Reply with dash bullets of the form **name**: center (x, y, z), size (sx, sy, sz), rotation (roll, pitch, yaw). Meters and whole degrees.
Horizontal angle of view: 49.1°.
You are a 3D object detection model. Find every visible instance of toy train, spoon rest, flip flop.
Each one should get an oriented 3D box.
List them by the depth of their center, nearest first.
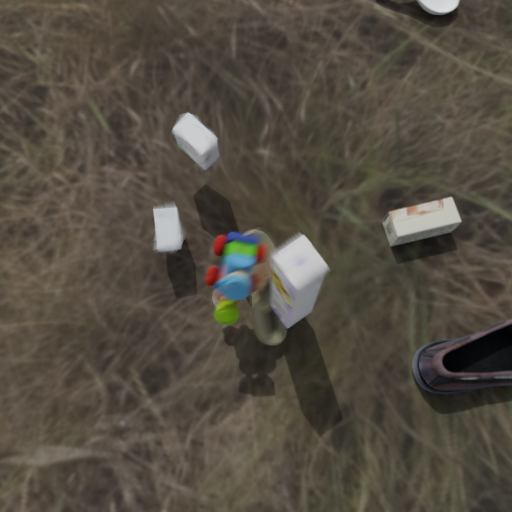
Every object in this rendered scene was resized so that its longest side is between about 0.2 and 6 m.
- **toy train**: center (-0.421, 0.646, 8.600), size (0.781, 1.846, 1.068), rotation (13, 40, -6)
- **flip flop**: center (0.203, 0.518, 9.518), size (0.811, 0.576, 1.999), rotation (-5, 82, -32)
- **spoon rest**: center (3.380, -5.497, 11.702), size (1.725, 0.523, 0.857), rotation (11, 73, 4)

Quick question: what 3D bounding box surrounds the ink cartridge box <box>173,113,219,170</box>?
- **ink cartridge box**: center (-0.999, -1.910, 9.442), size (0.666, 0.920, 0.386), rotation (42, 83, 3)

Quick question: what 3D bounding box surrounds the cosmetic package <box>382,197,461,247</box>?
- **cosmetic package**: center (2.979, -0.612, 10.147), size (1.192, 0.616, 0.520), rotation (-12, 73, -5)

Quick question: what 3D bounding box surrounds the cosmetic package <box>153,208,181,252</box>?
- **cosmetic package**: center (-1.508, -0.441, 9.572), size (0.412, 0.668, 0.670), rotation (-5, 88, -8)

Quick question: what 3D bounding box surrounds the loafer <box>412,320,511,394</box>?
- **loafer**: center (4.300, 1.583, 9.236), size (3.309, 1.042, 1.189), rotation (-13, 73, -4)

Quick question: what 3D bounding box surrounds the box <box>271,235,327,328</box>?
- **box**: center (0.566, 0.475, 8.268), size (0.562, 2.713, 0.525), rotation (-33, 74, -8)
